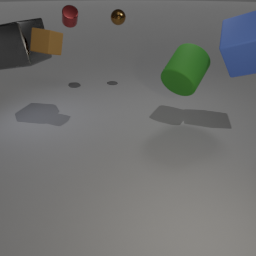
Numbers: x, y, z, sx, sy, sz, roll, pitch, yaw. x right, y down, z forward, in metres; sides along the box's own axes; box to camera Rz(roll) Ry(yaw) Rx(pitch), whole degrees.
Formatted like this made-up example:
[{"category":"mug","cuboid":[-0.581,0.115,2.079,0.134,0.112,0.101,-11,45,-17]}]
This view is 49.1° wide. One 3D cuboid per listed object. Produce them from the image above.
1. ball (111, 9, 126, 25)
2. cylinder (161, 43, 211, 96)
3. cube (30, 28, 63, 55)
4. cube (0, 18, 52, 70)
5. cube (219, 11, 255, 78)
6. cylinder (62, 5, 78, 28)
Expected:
[{"category":"ball","cuboid":[-0.455,-5.123,12.953,0.700,0.700,0.700,0,28,0]},{"category":"cylinder","cuboid":[2.142,-2.155,10.432,1.400,1.400,1.400,19,66,32]},{"category":"cube","cuboid":[-2.549,-2.708,8.812,0.700,0.700,0.700,14,15,18]},{"category":"cube","cuboid":[-3.735,-2.916,9.680,1.400,1.400,1.400,-2,25,19]},{"category":"cube","cuboid":[3.892,-2.704,9.054,1.400,1.400,1.400,-5,54,34]},{"category":"cylinder","cuboid":[-2.610,-5.008,12.579,0.700,0.700,0.700,-9,-13,-16]}]
